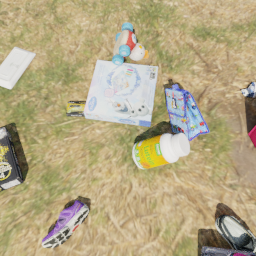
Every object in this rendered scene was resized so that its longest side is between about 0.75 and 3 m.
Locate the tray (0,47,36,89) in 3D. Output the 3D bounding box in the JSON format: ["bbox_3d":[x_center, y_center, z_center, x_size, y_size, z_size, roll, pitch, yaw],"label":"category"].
[{"bbox_3d":[-5.156,-2.768,12.502,1.149,0.237,2.140,20,66,9],"label":"tray"}]

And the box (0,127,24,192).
[{"bbox_3d":[-5.456,1.463,10.173,2.766,0.679,2.229,-21,63,-10],"label":"box"}]

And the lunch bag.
[{"bbox_3d":[2.031,-0.695,10.246,0.903,1.446,1.920,-23,108,-10],"label":"lunch bag"}]

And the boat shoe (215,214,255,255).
[{"bbox_3d":[3.764,3.761,9.046,0.832,0.664,2.201,-42,71,-18],"label":"boat shoe"}]

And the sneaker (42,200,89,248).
[{"bbox_3d":[-2.147,3.226,9.420,0.770,0.744,1.847,31,58,31],"label":"sneaker"}]

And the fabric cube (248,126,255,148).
[{"bbox_3d":[6.171,0.464,9.766,2.368,2.323,2.360,-15,63,-7],"label":"fabric cube"}]

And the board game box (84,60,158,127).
[{"bbox_3d":[-0.224,-1.501,11.673,2.680,0.584,2.693,8,64,4],"label":"board game box"}]

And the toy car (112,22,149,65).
[{"bbox_3d":[0.257,-3.357,11.821,1.531,1.354,1.411,14,66,-20],"label":"toy car"}]

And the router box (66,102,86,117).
[{"bbox_3d":[-2.118,-0.778,11.534,0.778,0.203,0.612,0,64,0],"label":"router box"}]

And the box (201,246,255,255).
[{"bbox_3d":[3.034,4.325,8.387,1.598,0.917,1.056,6,104,2],"label":"box"}]

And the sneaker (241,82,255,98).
[{"bbox_3d":[5.121,-1.668,11.914,0.559,0.308,0.764,11,70,1],"label":"sneaker"}]

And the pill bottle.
[{"bbox_3d":[1.160,0.775,9.798,1.851,1.028,1.028,-20,57,36],"label":"pill bottle"}]
